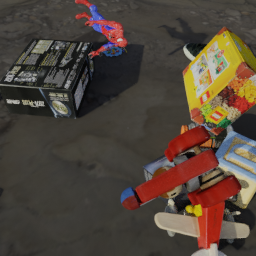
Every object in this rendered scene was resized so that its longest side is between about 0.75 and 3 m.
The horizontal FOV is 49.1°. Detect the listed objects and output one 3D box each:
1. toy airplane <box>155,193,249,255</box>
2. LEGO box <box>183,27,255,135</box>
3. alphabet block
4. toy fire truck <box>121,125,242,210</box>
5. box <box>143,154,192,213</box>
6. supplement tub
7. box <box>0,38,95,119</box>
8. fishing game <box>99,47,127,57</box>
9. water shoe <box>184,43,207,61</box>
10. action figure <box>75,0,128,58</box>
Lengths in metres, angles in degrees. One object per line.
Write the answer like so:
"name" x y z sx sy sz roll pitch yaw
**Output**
"toy airplane" 1.652 2.082 6.116 1.774 1.257 1.782 -36 96 -19
"LEGO box" 2.145 -1.138 6.482 0.806 1.556 2.089 28 37 -19
"alphabet block" 2.734 1.032 6.988 1.179 1.207 1.186 29 53 24
"toy fire truck" 0.639 0.801 4.123 1.506 1.794 1.006 -28 76 -2
"box" 1.241 1.210 6.909 1.235 0.761 1.225 -27 34 -23
"supplement tub" 2.227 0.274 7.983 1.368 0.838 0.838 3 46 3
"box" -2.607 -1.789 9.689 2.360 1.241 2.882 5 46 5
"fishing game" -0.670 -3.292 11.909 1.202 0.187 0.861 -9 44 -9
"water shoe" 3.462 -2.955 10.919 1.005 1.109 2.811 -35 55 -29
"action figure" -1.132 -3.221 9.011 1.330 0.877 2.687 -30 57 -28
